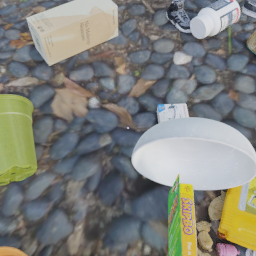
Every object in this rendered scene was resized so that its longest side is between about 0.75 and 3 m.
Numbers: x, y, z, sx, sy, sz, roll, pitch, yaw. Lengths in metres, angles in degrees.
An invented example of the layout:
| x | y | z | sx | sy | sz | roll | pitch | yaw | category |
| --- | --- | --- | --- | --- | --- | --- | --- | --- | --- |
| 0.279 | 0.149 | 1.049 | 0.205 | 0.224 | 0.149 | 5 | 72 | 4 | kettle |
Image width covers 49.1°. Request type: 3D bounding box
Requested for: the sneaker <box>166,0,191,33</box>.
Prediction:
| x | y | z | sx | sy | sz | roll | pitch | yaw | category |
| --- | --- | --- | --- | --- | --- | --- | --- | --- | --- |
| 2.043 | -4.341 | 10.692 | 0.584 | 0.881 | 1.548 | -30 | 61 | -18 | sneaker |

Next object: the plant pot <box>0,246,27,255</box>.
| x | y | z | sx | sy | sz | roll | pitch | yaw | category |
| --- | --- | --- | --- | --- | --- | --- | --- | --- | --- |
| -2.430 | 3.244 | 5.529 | 1.523 | 1.066 | 1.523 | 0 | 57 | 0 | plant pot |

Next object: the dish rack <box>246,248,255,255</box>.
| x | y | z | sx | sy | sz | roll | pitch | yaw | category |
| --- | --- | --- | --- | --- | --- | --- | --- | --- | --- |
| 3.471 | 3.258 | 5.960 | 1.415 | 0.359 | 1.648 | -8 | 58 | -6 | dish rack |

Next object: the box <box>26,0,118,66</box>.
| x | y | z | sx | sy | sz | roll | pitch | yaw | category |
| --- | --- | --- | --- | --- | --- | --- | --- | --- | --- |
| -1.851 | -3.545 | 9.884 | 2.916 | 1.384 | 1.134 | -30 | 62 | -17 | box |

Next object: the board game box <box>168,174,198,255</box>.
| x | y | z | sx | sy | sz | roll | pitch | yaw | category |
| --- | --- | --- | --- | --- | --- | --- | --- | --- | --- |
| 1.100 | 2.496 | 5.818 | 0.426 | 1.357 | 2.841 | 3 | 57 | -2 | board game box |

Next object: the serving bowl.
| x | y | z | sx | sy | sz | roll | pitch | yaw | category |
| --- | --- | --- | --- | --- | --- | --- | --- | --- | --- |
| 1.467 | 0.534 | 6.331 | 2.688 | 2.688 | 0.884 | 8 | 59 | 5 | serving bowl |

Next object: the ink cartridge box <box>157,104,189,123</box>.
| x | y | z | sx | sy | sz | roll | pitch | yaw | category |
| --- | --- | --- | --- | --- | --- | --- | --- | --- | --- |
| 1.336 | -0.374 | 8.361 | 0.868 | 0.373 | 0.635 | -4 | 56 | -1 | ink cartridge box |

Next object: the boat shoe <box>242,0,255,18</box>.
| x | y | z | sx | sy | sz | roll | pitch | yaw | category |
| --- | --- | --- | --- | --- | --- | --- | --- | --- | --- |
| 5.560 | -4.661 | 11.029 | 1.989 | 0.674 | 0.713 | 30 | 61 | 18 | boat shoe |

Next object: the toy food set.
| x | y | z | sx | sy | sz | roll | pitch | yaw | category |
| --- | --- | --- | --- | --- | --- | --- | --- | --- | --- |
| 2.203 | 2.421 | 6.586 | 1.122 | 0.278 | 1.765 | 38 | 56 | 22 | toy food set |

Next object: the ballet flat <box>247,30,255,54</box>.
| x | y | z | sx | sy | sz | roll | pitch | yaw | category |
| --- | --- | --- | --- | --- | --- | --- | --- | --- | --- |
| 5.176 | -2.430 | 9.402 | 0.987 | 0.914 | 2.801 | -30 | 62 | -18 | ballet flat |

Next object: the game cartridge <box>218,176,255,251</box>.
| x | y | z | sx | sy | sz | roll | pitch | yaw | category |
| --- | --- | --- | --- | --- | --- | --- | --- | --- | --- |
| 3.418 | 1.831 | 6.632 | 2.096 | 0.386 | 2.378 | 17 | 49 | 16 | game cartridge |

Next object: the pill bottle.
| x | y | z | sx | sy | sz | roll | pitch | yaw | category |
| --- | --- | --- | --- | --- | --- | --- | --- | --- | --- |
| 3.188 | -4.039 | 10.389 | 1.755 | 1.049 | 1.049 | -33 | 62 | -21 | pill bottle |

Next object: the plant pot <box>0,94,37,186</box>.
| x | y | z | sx | sy | sz | roll | pitch | yaw | category |
| --- | --- | --- | --- | --- | --- | --- | --- | --- | --- |
| -3.150 | 0.425 | 7.158 | 1.910 | 1.910 | 1.814 | -19 | 71 | -12 | plant pot |
